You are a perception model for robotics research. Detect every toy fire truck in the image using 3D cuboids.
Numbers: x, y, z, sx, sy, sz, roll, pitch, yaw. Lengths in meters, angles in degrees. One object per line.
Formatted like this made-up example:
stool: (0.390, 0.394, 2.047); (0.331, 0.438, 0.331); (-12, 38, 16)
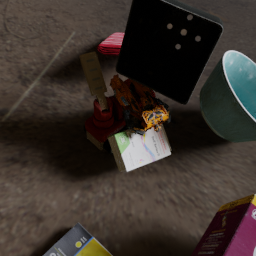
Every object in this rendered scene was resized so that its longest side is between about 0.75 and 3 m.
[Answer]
toy fire truck: (-0.273, -0.730, 6.516); (1.820, 2.067, 1.330); (-36, 61, -27)

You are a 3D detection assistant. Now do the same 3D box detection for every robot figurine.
robot figurine: (0.276, -0.559, 6.008); (1.079, 0.433, 1.489); (-26, 73, -21)

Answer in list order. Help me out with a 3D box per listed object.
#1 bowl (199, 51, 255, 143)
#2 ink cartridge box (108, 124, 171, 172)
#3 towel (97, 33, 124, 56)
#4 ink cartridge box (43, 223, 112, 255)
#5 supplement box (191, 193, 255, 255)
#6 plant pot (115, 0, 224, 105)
bowl: (2.576, -0.561, 6.642); (2.280, 1.193, 2.280); (21, 51, -29)
ink cartridge box: (0.386, 0.352, 6.255); (1.440, 0.485, 0.844); (-19, 88, -24)
towel: (0.212, -2.637, 8.783); (1.892, 0.294, 2.616); (7, 27, 6)
ink cartridge box: (-0.926, 2.521, 4.929); (1.221, 0.290, 1.236); (34, 55, 25)
supplement box: (1.711, 2.329, 4.172); (1.437, 1.133, 2.195); (39, 63, 6)
plant pot: (0.944, -1.756, 5.707); (1.656, 1.660, 1.473); (28, 39, 11)
